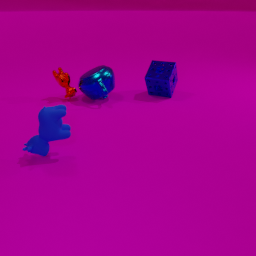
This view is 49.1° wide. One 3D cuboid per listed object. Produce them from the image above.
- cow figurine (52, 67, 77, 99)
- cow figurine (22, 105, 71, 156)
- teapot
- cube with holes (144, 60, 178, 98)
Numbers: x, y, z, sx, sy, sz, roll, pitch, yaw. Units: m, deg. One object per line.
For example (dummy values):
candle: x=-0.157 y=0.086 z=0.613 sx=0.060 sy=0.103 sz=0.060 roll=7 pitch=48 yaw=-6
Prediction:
cow figurine: x=-2.011 y=-1.407 z=8.959 sx=0.481 sy=0.863 sz=0.877 roll=-34 pitch=54 yaw=-19
cow figurine: x=-1.633 y=0.052 z=5.513 sx=0.987 sy=1.003 sz=0.551 roll=-10 pitch=26 yaw=-7
teapot: x=-0.952 y=-1.406 z=9.014 sx=1.230 sy=0.968 sz=1.978 roll=-30 pitch=25 yaw=-5
cube with holes: x=1.116 y=-1.616 z=9.234 sx=0.821 sy=0.821 sz=0.821 roll=11 pitch=59 yaw=22
